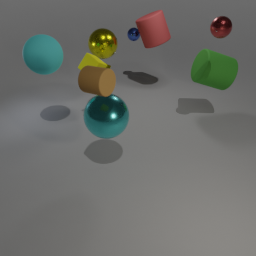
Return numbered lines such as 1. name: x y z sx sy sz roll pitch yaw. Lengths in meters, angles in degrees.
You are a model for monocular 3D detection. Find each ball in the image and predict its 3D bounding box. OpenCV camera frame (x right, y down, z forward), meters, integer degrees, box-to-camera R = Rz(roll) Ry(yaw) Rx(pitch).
1. ball: -1.188 -3.988 13.280 1.400 1.400 1.400 0 32 0
2. ball: 3.083 -3.331 9.270 0.700 0.700 0.700 0 32 0
3. ball: -3.043 -2.625 10.058 1.400 1.400 1.400 0 32 0
4. ball: -0.659 -0.368 8.594 1.400 1.400 1.400 0 32 0
5. ball: 0.310 -5.044 15.090 0.700 0.700 0.700 0 32 0

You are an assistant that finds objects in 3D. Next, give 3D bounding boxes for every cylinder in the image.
1. cylinder: 1.255 -4.884 13.877 1.400 1.400 1.400 -20 26 10
2. cylinder: 3.576 -2.424 11.694 1.400 1.400 1.400 13 29 -15
3. cylinder: -0.783 -1.195 7.108 0.700 0.700 0.700 15 34 29

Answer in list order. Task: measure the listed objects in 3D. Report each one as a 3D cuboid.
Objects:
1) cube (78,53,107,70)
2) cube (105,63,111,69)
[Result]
1. cube: -1.389 -2.422 11.015 0.700 0.700 0.700 40 17 16
2. cube: -1.283 -2.564 12.242 0.700 0.700 0.700 20 8 -31
